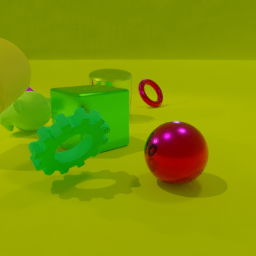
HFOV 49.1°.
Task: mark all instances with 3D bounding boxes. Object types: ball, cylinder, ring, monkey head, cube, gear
[{"bbox_3d":[0.738,0.380,4.320,0.980,0.980,0.980,0,15,0],"label":"ball"},{"bbox_3d":[-2.666,-0.920,5.224,1.301,1.301,1.301,1,28,3],"label":"cylinder"},{"bbox_3d":[0.874,-1.333,10.640,1.192,1.192,0.238,-15,-12,-44],"label":"ring"},{"bbox_3d":[-2.638,-0.619,7.139,1.189,1.419,1.972,-21,2,16],"label":"monkey head"},{"bbox_3d":[-0.539,-1.037,8.654,1.306,1.306,1.306,2,26,-1],"label":"cylinder"},{"bbox_3d":[-0.827,-0.238,6.122,1.253,1.253,1.253,-12,19,-38],"label":"cube"},{"bbox_3d":[-0.856,0.232,4.235,1.220,1.220,0.226,-12,53,-39],"label":"gear"}]

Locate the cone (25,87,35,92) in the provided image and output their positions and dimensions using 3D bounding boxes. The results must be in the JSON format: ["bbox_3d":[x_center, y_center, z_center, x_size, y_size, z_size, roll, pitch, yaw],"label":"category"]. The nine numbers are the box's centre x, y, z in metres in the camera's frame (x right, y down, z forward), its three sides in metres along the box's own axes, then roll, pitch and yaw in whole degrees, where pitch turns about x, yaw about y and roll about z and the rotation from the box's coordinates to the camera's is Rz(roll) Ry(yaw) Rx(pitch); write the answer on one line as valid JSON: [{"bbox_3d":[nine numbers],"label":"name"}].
[{"bbox_3d":[-3.348,-1.148,9.021,1.078,1.082,1.078,-21,-18,-7],"label":"cone"}]
